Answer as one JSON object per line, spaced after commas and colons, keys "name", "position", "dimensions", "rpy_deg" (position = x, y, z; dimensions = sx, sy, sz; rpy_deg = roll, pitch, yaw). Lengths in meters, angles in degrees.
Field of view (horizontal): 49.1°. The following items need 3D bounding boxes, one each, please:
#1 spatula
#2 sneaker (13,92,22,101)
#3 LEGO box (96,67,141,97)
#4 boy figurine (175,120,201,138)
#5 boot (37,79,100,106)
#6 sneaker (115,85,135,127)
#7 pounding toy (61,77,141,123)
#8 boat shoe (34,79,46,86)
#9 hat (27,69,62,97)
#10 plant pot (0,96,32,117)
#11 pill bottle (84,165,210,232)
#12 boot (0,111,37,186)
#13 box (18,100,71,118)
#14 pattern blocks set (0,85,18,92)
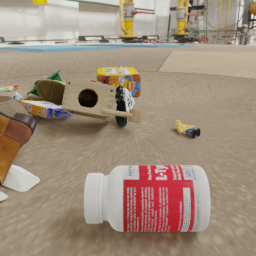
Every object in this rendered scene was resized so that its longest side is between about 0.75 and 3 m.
{"name": "spatula", "position": [-3.203, 0.944, 5.517], "dimensions": [2.513, 0.202, 1.747], "rpy_deg": [18, 32, 28]}
{"name": "sneaker", "position": [-4.619, -1.298, 11.561], "dimensions": [0.330, 0.327, 0.911], "rpy_deg": [-24, 25, -24]}
{"name": "LEGO box", "position": [-0.517, -2.176, 12.955], "dimensions": [1.845, 0.956, 2.478], "rpy_deg": [-2, 21, -6]}
{"name": "boy figurine", "position": [1.693, 0.010, 8.090], "dimensions": [0.562, 0.291, 0.904], "rpy_deg": [-13, 26, -25]}
{"name": "boot", "position": [-2.019, -1.444, 10.908], "dimensions": [2.541, 0.916, 1.965], "rpy_deg": [13, 21, 1]}
{"name": "sneaker", "position": [-0.029, -0.646, 8.906], "dimensions": [0.654, 1.478, 0.547], "rpy_deg": [23, -37, -35]}
{"name": "pounding toy", "position": [-0.670, -0.811, 8.072], "dimensions": [2.234, 1.022, 1.963], "rpy_deg": [10, -4, -3]}
{"name": "boat shoe", "position": [-4.331, -2.327, 14.243], "dimensions": [0.314, 0.355, 0.969], "rpy_deg": [8, 21, 35]}
{"name": "hat", "position": [-2.877, -1.286, 11.741], "dimensions": [2.039, 1.795, 1.689], "rpy_deg": [-27, 21, 25]}
{"name": "plant pot", "position": [-3.893, -0.435, 8.427], "dimensions": [1.925, 0.889, 1.925], "rpy_deg": [1, 20, 0]}
{"name": "pill bottle", "position": [0.262, 1.059, 4.264], "dimensions": [1.757, 0.986, 0.986], "rpy_deg": [0, 20, 0]}
{"name": "boot", "position": [-3.107, 0.386, 5.895], "dimensions": [1.835, 0.667, 1.949], "rpy_deg": [13, 39, -1]}
{"name": "box", "position": [-2.725, -0.623, 9.387], "dimensions": [1.765, 0.366, 1.051], "rpy_deg": [18, 13, 35]}
{"name": "pattern blocks set", "position": [-5.848, -1.917, 13.510], "dimensions": [1.065, 0.098, 1.211], "rpy_deg": [-7, 22, -16]}
